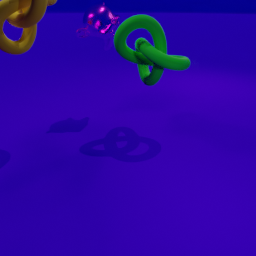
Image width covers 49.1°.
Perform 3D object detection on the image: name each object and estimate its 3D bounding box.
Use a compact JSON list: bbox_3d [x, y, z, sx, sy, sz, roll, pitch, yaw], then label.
[{"bbox_3d":[-2.227,-2.725,6.153,0.925,1.874,2.003,29,57,-19],"label":"knot shape"},{"bbox_3d":[0.511,-2.084,7.507,0.960,1.944,2.077,-55,29,-15],"label":"knot shape"},{"bbox_3d":[-0.878,-3.150,8.792,1.081,1.290,1.793,25,57,7],"label":"monkey head"}]
